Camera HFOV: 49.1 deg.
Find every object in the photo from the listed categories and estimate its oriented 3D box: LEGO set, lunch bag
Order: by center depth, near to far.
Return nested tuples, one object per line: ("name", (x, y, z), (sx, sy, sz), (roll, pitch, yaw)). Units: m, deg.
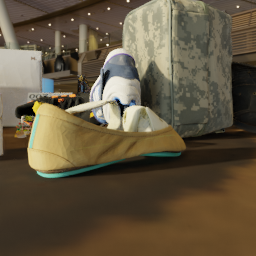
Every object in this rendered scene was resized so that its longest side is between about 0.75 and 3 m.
("lunch bag", (0.952, -0.870, 4.588), (1.760, 2.099, 1.462), (-6, 8, -28))
("LEGO set", (-1.699, -0.033, 4.716), (0.412, 0.333, 0.895), (1, 3, 14))

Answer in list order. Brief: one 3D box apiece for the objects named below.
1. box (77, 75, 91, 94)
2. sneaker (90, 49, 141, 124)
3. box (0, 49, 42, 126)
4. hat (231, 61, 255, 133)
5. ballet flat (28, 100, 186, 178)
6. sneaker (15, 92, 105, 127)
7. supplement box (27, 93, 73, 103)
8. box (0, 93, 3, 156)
("box", (-1.746, -1.247, 11.306), (0.321, 1.284, 1.293), (-6, -28, 4))
("sneaker", (-0.212, -0.235, 3.822), (0.580, 1.054, 1.439), (8, -40, -14))
("box", (-3.584, -1.179, 9.097), (1.531, 2.192, 2.879), (0, 2, -18))
("hat", (2.327, -0.375, 5.161), (1.999, 0.806, 1.999), (27, -10, 5))
("ballet flat", (-0.011, 0.028, 2.057), (0.502, 0.461, 1.464), (2, 3, 40))
("sneaker", (-1.261, -0.292, 5.294), (2.042, 0.714, 0.919), (-6, -8, 33))
("supplement box", (-1.667, -0.424, 7.195), (1.105, 0.645, 1.754), (1, -6, 8))
("box", (-2.173, -0.059, 3.051), (2.744, 0.531, 0.569), (3, 4, 45))
